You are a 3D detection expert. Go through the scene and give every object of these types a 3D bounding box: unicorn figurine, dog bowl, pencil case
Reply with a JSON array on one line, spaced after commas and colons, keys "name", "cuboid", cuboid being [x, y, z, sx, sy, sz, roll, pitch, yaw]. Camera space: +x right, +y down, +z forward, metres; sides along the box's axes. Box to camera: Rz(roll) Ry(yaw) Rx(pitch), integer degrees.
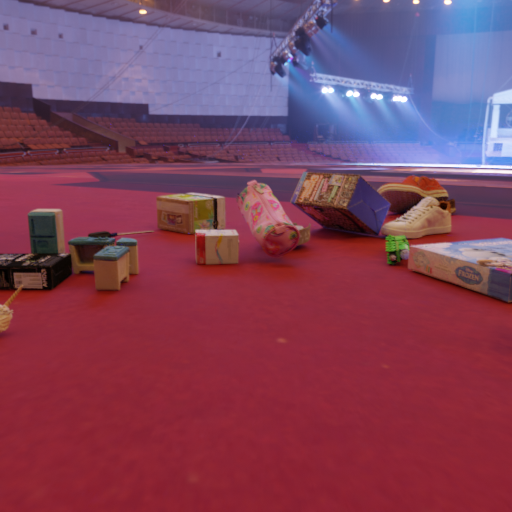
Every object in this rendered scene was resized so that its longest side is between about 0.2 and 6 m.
[{"name": "unicorn figurine", "cuboid": [-3.570, 0.849, 6.574, 1.062, 0.571, 1.546, 13, 26, -8]}, {"name": "dog bowl", "cuboid": [0.635, -0.442, 12.462, 1.222, 0.358, 1.222, -10, 12, 2]}, {"name": "pencil case", "cuboid": [0.211, -0.787, 11.467, 0.842, 0.842, 1.927, -4, 36, -18]}]

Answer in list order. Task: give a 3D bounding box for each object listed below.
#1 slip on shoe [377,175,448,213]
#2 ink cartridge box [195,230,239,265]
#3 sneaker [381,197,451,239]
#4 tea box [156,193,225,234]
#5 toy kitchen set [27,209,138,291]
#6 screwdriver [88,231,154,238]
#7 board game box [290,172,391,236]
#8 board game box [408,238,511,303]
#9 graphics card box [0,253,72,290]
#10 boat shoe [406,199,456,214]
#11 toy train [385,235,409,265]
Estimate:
[{"name": "slip on shoe", "cuboid": [4.910, -2.059, 17.968, 3.185, 0.975, 1.180, -5, -28, -38]}, {"name": "ink cartridge box", "cuboid": [-0.774, -0.179, 11.028, 0.829, 0.600, 0.602, -1, 13, -7]}, {"name": "sneaker", "cuboid": [3.974, -0.975, 13.947, 2.266, 0.959, 0.825, -10, 17, -34]}, {"name": "tea box", "cuboid": [-1.723, -1.139, 14.804, 1.327, 0.886, 1.305, 11, 18, 41]}, {"name": "toy kitchen set", "cuboid": [-3.101, -0.137, 9.574, 1.934, 1.140, 1.550, 0, 12, 3]}, {"name": "screwdriver", "cuboid": [-3.247, -0.558, 13.595, 1.707, 0.248, 0.238, -13, 19, -35]}, {"name": "board game box", "cuboid": [2.106, -1.323, 14.057, 1.503, 0.913, 1.885, 31, -12, -39]}, {"name": "board game box", "cuboid": [4.293, 0.158, 9.690, 2.315, 0.502, 2.304, -5, 12, -24]}, {"name": "graphics card box", "cuboid": [-4.107, 0.247, 9.467, 1.702, 0.433, 1.068, -1, 12, -1]}, {"name": "boat shoe", "cuboid": [5.491, -1.577, 17.602, 1.502, 0.540, 0.542, -2, 12, 10]}, {"name": "toy train", "cuboid": [2.876, -0.147, 11.355, 0.477, 0.353, 1.691, -6, 11, 14]}]
